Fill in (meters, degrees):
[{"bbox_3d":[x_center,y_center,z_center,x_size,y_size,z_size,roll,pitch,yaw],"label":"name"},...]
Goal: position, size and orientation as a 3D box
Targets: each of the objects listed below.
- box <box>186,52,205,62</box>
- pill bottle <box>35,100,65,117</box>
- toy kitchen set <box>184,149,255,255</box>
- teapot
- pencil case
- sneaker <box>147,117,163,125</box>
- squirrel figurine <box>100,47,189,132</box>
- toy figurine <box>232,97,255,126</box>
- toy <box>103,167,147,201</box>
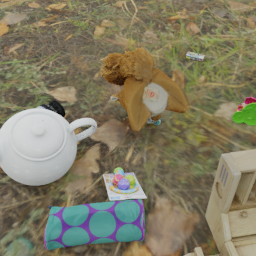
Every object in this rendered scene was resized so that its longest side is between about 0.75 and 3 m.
[{"bbox_3d":[3.380,-3.596,14.113,0.849,0.147,0.467,17,47,17],"label":"box"},{"bbox_3d":[-3.126,-0.269,10.105,0.950,0.950,1.698,28,50,26],"label":"pill bottle"},{"bbox_3d":[2.295,2.490,6.029,2.384,2.636,2.922,-7,40,-5],"label":"toy kitchen set"},{"bbox_3d":[-2.589,0.385,8.278,2.537,1.877,2.570,30,59,-5],"label":"teapot"},{"bbox_3d":[-0.808,2.444,7.179,2.504,1.157,1.066,-3,66,-4],"label":"pencil case"},{"bbox_3d":[0.958,-0.336,10.650,0.850,0.330,0.388,24,29,36],"label":"sneaker"},{"bbox_3d":[0.274,-1.399,9.637,1.979,2.797,2.611,-29,15,-11],"label":"squirrel figurine"},{"bbox_3d":[4.651,-0.739,10.881,1.247,0.936,1.148,-13,25,22],"label":"toy figurine"},{"bbox_3d":[-0.145,1.512,8.063,0.993,0.407,1.725,-1,11,-11],"label":"toy"}]
